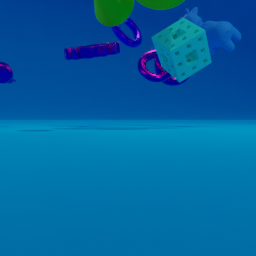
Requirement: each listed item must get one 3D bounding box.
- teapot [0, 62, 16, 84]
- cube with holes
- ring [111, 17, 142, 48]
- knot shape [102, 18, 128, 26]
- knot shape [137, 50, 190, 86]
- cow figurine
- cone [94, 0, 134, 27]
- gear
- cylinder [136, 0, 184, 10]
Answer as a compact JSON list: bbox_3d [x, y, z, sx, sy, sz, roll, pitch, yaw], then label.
[{"bbox_3d":[-4.052,-1.794,9.040,0.733,0.578,1.180,-22,-43,13],"label":"teapot"},{"bbox_3d":[1.361,-1.986,7.128,0.970,0.970,0.970,-32,44,-1],"label":"cube with holes"},{"bbox_3d":[-0.055,-3.912,11.215,1.577,1.577,0.315,-2,-23,-46],"label":"ring"},{"bbox_3d":[-0.498,-3.555,7.769,0.637,1.290,1.378,-18,23,-15],"label":"knot shape"},{"bbox_3d":[1.294,-2.411,10.527,1.915,2.047,0.946,-23,17,-12],"label":"knot shape"},{"bbox_3d":[2.410,-2.974,8.459,1.572,0.877,1.597,37,-6,-26],"label":"cow figurine"},{"bbox_3d":[-0.510,-2.874,6.021,1.007,1.007,1.011,1,-3,22],"label":"cone"},{"bbox_3d":[-0.856,-1.848,6.695,1.311,0.243,1.311,-6,19,2],"label":"gear"},{"bbox_3d":[0.741,-3.520,5.948,1.357,1.357,1.357,10,-22,4],"label":"cylinder"}]
